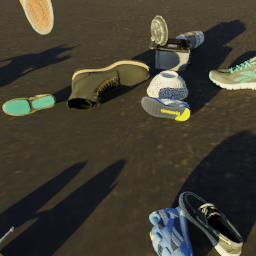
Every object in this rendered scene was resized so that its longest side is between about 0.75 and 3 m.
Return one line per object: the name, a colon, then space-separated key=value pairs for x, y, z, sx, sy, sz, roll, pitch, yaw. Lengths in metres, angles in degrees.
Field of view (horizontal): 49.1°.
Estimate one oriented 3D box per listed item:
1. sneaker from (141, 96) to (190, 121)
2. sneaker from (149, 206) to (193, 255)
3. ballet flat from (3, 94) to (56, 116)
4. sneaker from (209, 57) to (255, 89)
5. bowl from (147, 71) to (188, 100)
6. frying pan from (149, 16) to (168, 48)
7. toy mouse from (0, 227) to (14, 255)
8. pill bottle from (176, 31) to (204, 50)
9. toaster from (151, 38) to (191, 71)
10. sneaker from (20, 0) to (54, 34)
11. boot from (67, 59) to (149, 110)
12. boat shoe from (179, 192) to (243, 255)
sneaker: x=1.237 y=-0.710 z=9.148 sx=1.614 sy=0.597 sz=0.664 roll=17 pitch=38 yaw=9
sneaker: x=0.774 y=2.184 z=5.121 sx=0.717 sy=0.645 sz=1.744 roll=1 pitch=27 yaw=0
ballet flat: x=-3.256 y=-0.786 z=9.334 sx=1.673 sy=0.591 sz=0.591 roll=-15 pitch=38 yaw=-18
sneaker: x=4.479 y=-2.127 z=10.519 sx=2.685 sy=1.225 sz=1.042 roll=5 pitch=36 yaw=9
bowl: x=1.472 y=-1.641 z=10.289 sx=1.522 sy=0.714 sz=1.522 roll=-1 pitch=36 yaw=0
frying pan: x=0.776 y=-2.804 z=8.239 sx=0.218 sy=0.809 sz=1.337 roll=-19 pitch=15 yaw=-19
toy mouse: x=-3.118 y=2.707 z=4.502 sx=2.153 sy=0.469 sz=2.422 roll=-8 pitch=37 yaw=-11
pill bottle: x=3.058 y=-4.311 z=13.861 sx=1.431 sy=0.829 sz=0.829 roll=-28 pitch=44 yaw=-33
toaster: x=1.924 y=-3.295 z=12.325 sx=1.669 sy=0.990 sz=1.509 roll=7 pitch=37 yaw=10
sneaker: x=-2.349 y=-3.237 z=6.879 sx=0.670 sy=1.878 sz=0.750 roll=-22 pitch=17 yaw=-12
boot: x=-0.643 y=-1.379 z=9.812 sx=2.843 sy=1.101 sz=1.967 roll=-9 pitch=40 yaw=10
boat shoe: x=1.670 y=1.808 z=5.693 sx=0.583 sy=0.525 sz=1.650 roll=-19 pitch=40 yaw=-24
